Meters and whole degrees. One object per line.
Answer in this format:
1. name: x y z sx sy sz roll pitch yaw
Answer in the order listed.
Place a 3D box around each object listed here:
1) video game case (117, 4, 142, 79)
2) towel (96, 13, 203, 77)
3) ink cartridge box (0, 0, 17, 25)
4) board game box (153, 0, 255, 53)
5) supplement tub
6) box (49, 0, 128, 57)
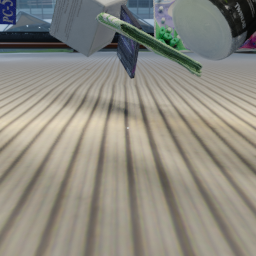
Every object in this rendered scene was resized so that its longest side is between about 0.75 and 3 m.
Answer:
1. video game case: -0.001 -2.532 8.342 0.166 1.746 1.247 -14 55 -19
2. towel: 0.239 -1.355 4.338 1.393 0.214 1.826 21 19 -25
3. ink cartridge box: -2.313 -2.604 4.337 1.075 0.505 2.286 -9 -21 -25
4. board game box: 1.908 -3.035 6.379 2.643 2.644 0.342 -1 -10 2
5. supplement tub: 2.102 -2.523 5.265 2.379 1.457 1.457 -43 33 -14
6. box: -1.276 -3.745 9.285 1.604 1.873 1.864 31 38 4
